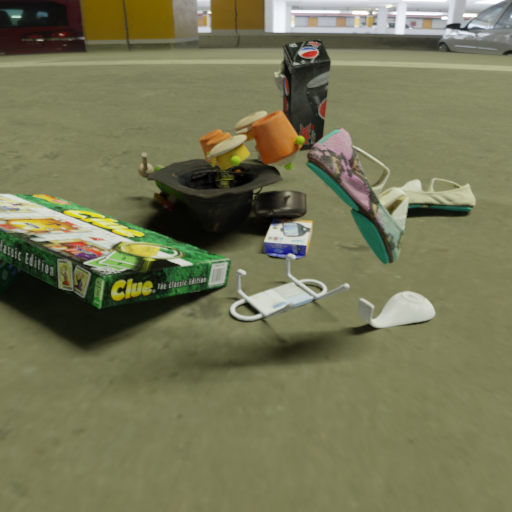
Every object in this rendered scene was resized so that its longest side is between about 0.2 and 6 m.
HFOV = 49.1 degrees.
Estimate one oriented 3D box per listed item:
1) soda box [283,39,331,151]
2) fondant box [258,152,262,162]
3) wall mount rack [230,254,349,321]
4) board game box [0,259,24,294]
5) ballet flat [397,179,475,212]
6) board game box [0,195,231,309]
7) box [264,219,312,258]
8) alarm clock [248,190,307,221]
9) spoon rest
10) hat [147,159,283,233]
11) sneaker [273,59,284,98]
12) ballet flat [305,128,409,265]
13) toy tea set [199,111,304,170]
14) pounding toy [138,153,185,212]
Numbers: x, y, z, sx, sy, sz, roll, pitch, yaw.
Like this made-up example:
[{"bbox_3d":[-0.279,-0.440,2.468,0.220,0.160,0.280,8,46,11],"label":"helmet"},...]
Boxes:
[{"bbox_3d":[1.074,-3.471,12.421,0.871,2.460,0.779,-10,56,-5],"label":"soda box"},{"bbox_3d":[0.413,-3.407,17.005,0.348,1.193,0.861,-18,32,-29],"label":"fondant box"},{"bbox_3d":[0.557,0.600,9.391,1.903,0.709,1.653,-17,31,-29],"label":"wall mount rack"},{"bbox_3d":[-5.749,0.695,9.434,2.344,0.507,3.483,3,26,5],"label":"board game box"},{"bbox_3d":[4.051,-1.466,13.444,2.394,0.832,0.832,0,26,-5],"label":"ballet flat"},{"bbox_3d":[-3.530,-0.329,10.562,5.615,0.659,2.942,18,13,33],"label":"board game box"},{"bbox_3d":[0.686,-0.380,11.856,0.889,0.310,1.494,4,24,9],"label":"box"},{"bbox_3d":[0.624,-1.096,12.778,1.183,0.584,1.754,-4,-3,25],"label":"alarm clock"},{"bbox_3d":[2.287,0.898,9.220,1.550,0.470,0.770,-1,24,-34],"label":"spoon rest"},{"bbox_3d":[-0.917,-1.289,12.579,3.295,1.329,3.295,2,20,-1],"label":"hat"},{"bbox_3d":[1.065,-4.829,14.238,0.661,0.717,1.625,34,84,39],"label":"sneaker"},{"bbox_3d":[1.535,-0.789,7.521,0.815,2.291,0.792,-43,34,0],"label":"ballet flat"},{"bbox_3d":[-0.107,-1.316,7.095,1.094,0.681,1.841,-30,20,-5],"label":"toy tea set"},{"bbox_3d":[-2.283,-1.625,13.740,1.702,0.790,1.314,35,-8,-6],"label":"pounding toy"}]
